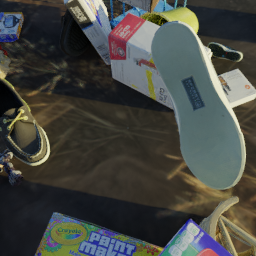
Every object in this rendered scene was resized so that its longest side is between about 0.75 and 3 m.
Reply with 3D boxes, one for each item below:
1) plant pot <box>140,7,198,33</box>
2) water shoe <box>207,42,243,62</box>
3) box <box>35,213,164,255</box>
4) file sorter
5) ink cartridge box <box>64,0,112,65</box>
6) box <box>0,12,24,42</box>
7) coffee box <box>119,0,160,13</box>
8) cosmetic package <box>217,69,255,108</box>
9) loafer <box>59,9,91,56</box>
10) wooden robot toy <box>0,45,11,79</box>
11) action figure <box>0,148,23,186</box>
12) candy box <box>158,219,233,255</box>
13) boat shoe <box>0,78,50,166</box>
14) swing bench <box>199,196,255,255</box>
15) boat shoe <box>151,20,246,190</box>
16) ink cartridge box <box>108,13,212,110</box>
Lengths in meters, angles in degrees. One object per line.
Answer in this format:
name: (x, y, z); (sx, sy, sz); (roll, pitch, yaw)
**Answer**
plant pot: (1.303, -2.932, 8.591); (1.686, 1.686, 1.550); (37, 55, 20)
water shoe: (3.086, -2.412, 8.928); (1.135, 0.406, 0.448); (30, 35, 19)
box: (-0.084, 2.752, 4.493); (2.569, 2.474, 1.567); (15, 59, 9)
file sorter: (0.698, -4.057, 9.289); (2.221, 1.363, 1.541); (-36, 66, -20)
ink cartridge box: (-1.176, -3.598, 8.365); (0.595, 2.502, 2.532); (-25, 57, 12)
box: (-4.071, -3.453, 9.564); (0.765, 0.267, 1.285); (-2, 57, -1)
coffee box: (0.101, -2.801, 5.434); (1.154, 0.461, 0.652); (25, 71, 11)
cosmetic package: (2.864, -1.079, 8.080); (1.328, 0.343, 1.001); (-21, 64, -12)
loafer: (-1.745, -3.343, 9.247); (0.930, 0.951, 2.607); (-12, 54, 33)
wooden robot toy: (-4.428, -2.081, 8.548); (2.506, 1.104, 1.137); (45, 104, 23)
action figure: (-2.909, 0.925, 6.762); (1.002, 0.652, 0.348); (43, 23, 21)
candy box: (0.859, 2.151, 3.017); (1.691, 0.651, 1.430); (40, 65, 18)
boat shoe: (-2.994, -0.235, 7.261); (1.000, 0.845, 2.805); (-33, 64, -18)
swing bench: (1.908, 2.379, 5.233); (1.049, 1.609, 1.617); (-29, 63, -17)
boat shoe: (1.168, -0.366, 4.372); (0.923, 2.647, 0.943); (-17, 12, 27)
ink cartridge box: (0.775, -1.703, 7.596); (2.448, 1.777, 1.021); (30, 65, 17)
